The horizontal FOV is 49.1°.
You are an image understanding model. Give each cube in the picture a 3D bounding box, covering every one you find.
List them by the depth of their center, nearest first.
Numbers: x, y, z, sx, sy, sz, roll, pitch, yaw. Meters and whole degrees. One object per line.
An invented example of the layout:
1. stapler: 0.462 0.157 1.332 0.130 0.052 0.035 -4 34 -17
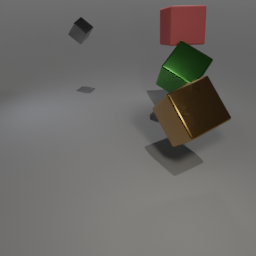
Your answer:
1. cube: 1.793 -0.435 8.169 1.400 1.400 1.400 -26 -5 -16
2. cube: 2.089 -2.110 10.614 1.400 1.400 1.400 34 73 7
3. cube: 2.130 -4.034 11.094 1.400 1.400 1.400 -5 19 -10
4. cube: -2.088 -4.303 12.397 0.700 0.700 0.700 37 49 -9
